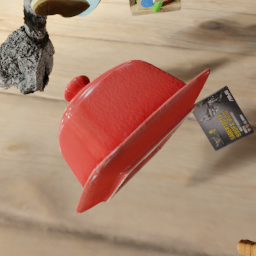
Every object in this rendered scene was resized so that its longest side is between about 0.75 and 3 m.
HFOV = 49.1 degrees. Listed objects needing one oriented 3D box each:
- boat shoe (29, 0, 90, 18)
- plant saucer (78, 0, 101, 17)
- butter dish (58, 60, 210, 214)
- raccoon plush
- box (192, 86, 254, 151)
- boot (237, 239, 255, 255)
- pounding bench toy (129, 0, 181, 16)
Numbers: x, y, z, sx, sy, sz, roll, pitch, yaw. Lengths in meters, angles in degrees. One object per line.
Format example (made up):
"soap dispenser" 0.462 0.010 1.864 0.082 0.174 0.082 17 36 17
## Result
"boat shoe" -1.033 -1.998 4.320 0.475 0.421 1.298 -25 7 26
"plant saucer" -1.220 -4.235 7.793 2.134 2.134 0.384 37 38 31
"butter dish" -0.286 -0.131 4.374 1.739 2.353 2.346 44 61 11
"raccoon plush" -2.752 -2.030 6.449 1.874 2.797 1.353 14 28 -1
"box" 1.998 -0.202 6.020 0.900 1.136 0.275 -30 2 20
"boot" 1.968 1.768 4.017 0.744 0.958 0.367 14 71 30
"pounding bench toy" 0.732 -3.807 7.496 1.480 1.858 2.383 -5 70 2
